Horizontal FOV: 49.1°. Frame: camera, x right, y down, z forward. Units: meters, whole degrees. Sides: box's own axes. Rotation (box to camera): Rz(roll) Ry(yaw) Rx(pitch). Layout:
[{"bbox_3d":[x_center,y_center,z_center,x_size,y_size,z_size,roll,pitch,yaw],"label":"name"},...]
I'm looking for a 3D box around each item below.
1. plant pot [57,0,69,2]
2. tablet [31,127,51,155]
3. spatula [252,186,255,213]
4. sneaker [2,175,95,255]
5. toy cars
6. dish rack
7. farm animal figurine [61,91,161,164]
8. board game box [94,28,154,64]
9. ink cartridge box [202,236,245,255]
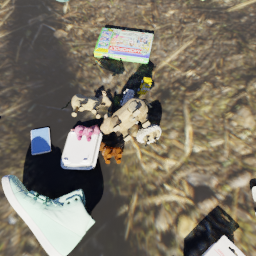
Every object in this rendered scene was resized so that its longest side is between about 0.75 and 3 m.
[{"bbox_3d":[-3.192,-6.736,13.085,1.309,1.631,1.631,39,64,-1],"label":"plant pot"},{"bbox_3d":[-2.927,0.430,9.397,0.625,0.066,0.961,-11,57,-6],"label":"tablet"},{"bbox_3d":[4.905,2.605,7.949,2.573,0.207,1.789,5,57,3],"label":"spatula"},{"bbox_3d":[-2.147,2.024,7.805,1.638,1.022,2.777,-41,76,-16],"label":"sneaker"},{"bbox_3d":[0.311,-1.218,9.871,1.407,0.631,0.311,-34,45,0],"label":"toy cars"},{"bbox_3d":[-1.531,0.633,8.991,1.206,0.306,1.405,0,58,14],"label":"dish rack"},{"bbox_3d":[-0.428,-0.270,8.641,2.448,2.476,1.291,-22,34,4],"label":"farm animal figurine"},{"bbox_3d":[-0.142,-3.459,11.701,2.249,0.327,1.514,9,58,5],"label":"board game box"},{"bbox_3d":[2.237,3.596,7.134,1.496,0.504,0.876,-36,65,-21],"label":"ink cartridge box"}]
